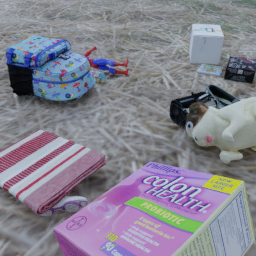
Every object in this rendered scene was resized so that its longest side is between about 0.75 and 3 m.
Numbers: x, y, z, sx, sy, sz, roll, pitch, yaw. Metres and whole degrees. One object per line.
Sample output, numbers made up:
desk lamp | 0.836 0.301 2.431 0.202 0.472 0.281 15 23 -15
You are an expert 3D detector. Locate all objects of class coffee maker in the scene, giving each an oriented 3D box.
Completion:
coffee maker | 2.149 -0.673 9.667 1.414 0.952 1.358 -16 16 -23

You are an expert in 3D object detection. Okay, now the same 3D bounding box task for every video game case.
video game case | 3.855 -2.717 13.099 1.032 0.114 0.939 14 39 21

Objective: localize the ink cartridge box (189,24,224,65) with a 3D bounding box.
ink cartridge box | 3.890 -4.232 14.114 1.431 1.437 1.959 5 36 8

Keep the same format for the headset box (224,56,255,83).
headset box | 5.110 -2.707 12.652 1.226 0.619 1.650 13 37 18

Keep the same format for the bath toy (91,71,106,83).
bath toy | -1.470 -2.259 12.221 1.108 0.482 0.410 20 5 31

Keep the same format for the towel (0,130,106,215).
towel | -2.322 0.967 7.406 2.999 0.341 2.160 17 39 38

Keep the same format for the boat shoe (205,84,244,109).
boat shoe | 3.552 -0.609 9.445 1.023 0.868 2.809 -18 39 -24

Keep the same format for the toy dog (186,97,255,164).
toy dog | 2.903 -0.158 8.012 2.449 1.709 2.375 -4 49 12

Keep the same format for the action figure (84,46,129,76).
action figure | -1.308 -3.170 12.941 2.752 0.898 1.362 5 53 5

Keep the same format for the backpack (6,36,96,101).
backpack | -2.808 -2.265 10.895 2.918 1.963 2.664 16 38 20

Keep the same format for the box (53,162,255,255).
box | 0.469 1.862 4.924 2.584 1.249 2.273 -28 20 -34

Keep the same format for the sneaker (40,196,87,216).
sneaker | -1.537 1.694 6.554 1.145 0.429 0.570 -6 35 -8
